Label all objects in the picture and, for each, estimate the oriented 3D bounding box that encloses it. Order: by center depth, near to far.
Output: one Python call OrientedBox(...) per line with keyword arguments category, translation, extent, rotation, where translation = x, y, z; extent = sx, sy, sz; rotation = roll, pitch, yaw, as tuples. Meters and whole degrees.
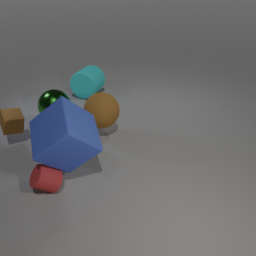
OrientedBox(category="cylinder", translation=(-2.368, 1.459, 8.110), extent=(0.700, 0.700, 0.700), rotation=(26, 12, -36))
OrientedBox(category="cube", translation=(-1.807, 0.233, 8.128), extent=(1.400, 1.400, 1.400), rotation=(-34, 52, 19))
OrientedBox(category="cube", translation=(-4.243, -0.251, 10.235), extent=(0.700, 0.700, 0.700), rotation=(-8, 44, -33))
OrientedBox(category="ball", translation=(-1.025, -0.685, 10.901), extent=(1.400, 1.400, 1.400), rotation=(0, 29, 0))
OrientedBox(category="ball", translation=(-3.174, -0.973, 12.100), extent=(1.400, 1.400, 1.400), rotation=(0, 29, 0))
OrientedBox(category="cylinder", translation=(-2.085, -2.413, 14.613), extent=(1.400, 1.400, 1.400), rotation=(9, 30, 15))
